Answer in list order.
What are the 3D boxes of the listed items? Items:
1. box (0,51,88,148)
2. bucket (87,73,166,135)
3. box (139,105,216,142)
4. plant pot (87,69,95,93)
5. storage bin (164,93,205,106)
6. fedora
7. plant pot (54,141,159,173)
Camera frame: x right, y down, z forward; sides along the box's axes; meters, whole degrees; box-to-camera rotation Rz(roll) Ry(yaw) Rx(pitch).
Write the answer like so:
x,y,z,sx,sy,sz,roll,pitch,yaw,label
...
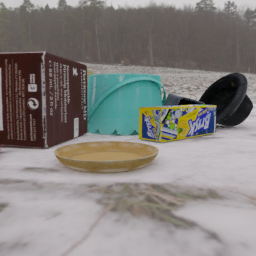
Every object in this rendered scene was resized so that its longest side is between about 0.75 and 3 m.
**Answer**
x,y,z,sx,sy,sz,roll,pitch,yaw,label
-2.569,-0.775,7.617,2.182,2.204,2.657,1,7,13,box
-0.101,-0.866,9.792,2.945,1.916,2.945,-1,7,0,bucket
1.527,-0.201,8.177,2.649,0.928,0.852,-6,9,-42,box
-1.883,-1.260,11.178,2.014,2.151,2.014,2,13,0,plant pot
1.830,-0.783,9.324,1.188,0.864,0.798,9,21,-35,storage bin
3.840,-0.829,10.901,1.247,2.730,2.730,33,-2,-15,fedora
-0.376,0.499,5.079,1.868,0.257,1.868,-1,7,0,plant pot
